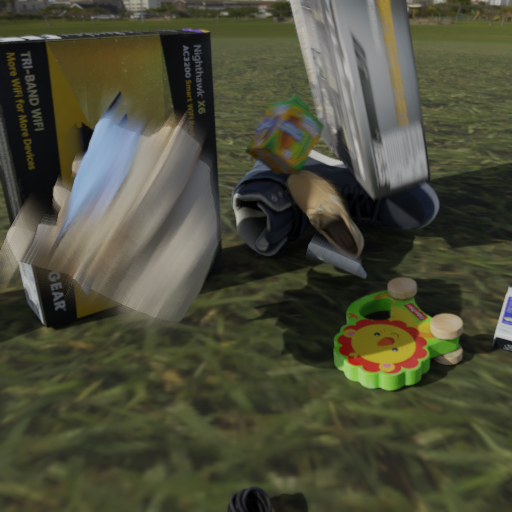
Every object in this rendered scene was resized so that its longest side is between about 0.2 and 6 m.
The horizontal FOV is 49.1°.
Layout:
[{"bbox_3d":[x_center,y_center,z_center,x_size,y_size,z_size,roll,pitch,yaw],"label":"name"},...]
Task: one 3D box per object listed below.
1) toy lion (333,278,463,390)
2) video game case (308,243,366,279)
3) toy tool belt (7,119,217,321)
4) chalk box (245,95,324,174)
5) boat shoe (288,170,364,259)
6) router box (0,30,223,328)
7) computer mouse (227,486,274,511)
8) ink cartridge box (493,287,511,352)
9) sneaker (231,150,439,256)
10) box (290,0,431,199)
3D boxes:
[{"bbox_3d":[1.628,0.994,6.967,1.538,0.551,1.605,-15,29,-12],"label":"toy lion"},{"bbox_3d":[1.247,0.080,8.530,0.831,0.098,0.757,25,-5,23],"label":"video game case"},{"bbox_3d":[-1.440,-0.680,5.920,1.776,1.805,2.890,14,33,-19],"label":"toy tool belt"},{"bbox_3d":[0.502,-1.947,8.744,0.721,1.155,0.716,31,-9,-29],"label":"chalk box"},{"bbox_3d":[1.115,-0.659,8.725,0.583,1.636,0.528,-41,4,16],"label":"boat shoe"},{"bbox_3d":[-1.931,-1.134,7.681,2.821,3.587,0.937,-19,29,-32],"label":"router box"},{"bbox_3d":[-0.719,2.361,4.114,2.165,0.475,1.187,-7,28,-14],"label":"computer mouse"},{"bbox_3d":[3.572,0.869,7.395,0.661,0.261,1.329,14,31,26],"label":"ink cartridge box"},{"bbox_3d":[1.240,-0.759,9.644,3.426,1.303,2.476,17,38,17],"label":"sneaker"},{"bbox_3d":[1.438,-3.367,8.854,0.987,4.084,3.234,-18,29,1],"label":"box"}]
